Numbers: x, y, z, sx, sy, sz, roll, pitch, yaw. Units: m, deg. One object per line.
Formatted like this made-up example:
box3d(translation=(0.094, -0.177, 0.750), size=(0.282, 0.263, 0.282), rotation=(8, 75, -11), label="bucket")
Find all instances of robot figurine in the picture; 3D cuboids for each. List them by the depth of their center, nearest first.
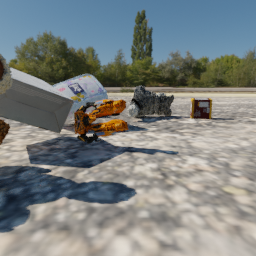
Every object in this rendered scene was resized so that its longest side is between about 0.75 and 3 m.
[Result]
box3d(translation=(-0.632, -0.180, 5.892), size=(1.279, 0.927, 0.372), rotation=(-11, -15, 23), label="robot figurine")

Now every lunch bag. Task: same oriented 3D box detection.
box3d(translation=(-1.726, -0.942, 8.858), size=(1.664, 1.247, 1.962), rotation=(-23, 22, -24), label="lunch bag")

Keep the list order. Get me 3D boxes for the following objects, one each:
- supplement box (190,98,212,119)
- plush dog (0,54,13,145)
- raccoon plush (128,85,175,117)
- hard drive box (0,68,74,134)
box3d(translation=(2.915, -0.786, 11.199), size=(0.779, 0.769, 0.517), rotation=(2, 12, 7), label="supplement box")
box3d(translation=(-2.694, -0.144, 3.952), size=(1.594, 1.707, 1.987), rotation=(9, 24, 44), label="plush dog")
box3d(translation=(0.969, -0.717, 11.194), size=(1.712, 1.236, 2.556), rotation=(12, 33, 4), label="raccoon plush")
box3d(translation=(-2.372, -0.760, 6.113), size=(1.603, 0.790, 2.056), rotation=(20, 8, -38), label="hard drive box")
